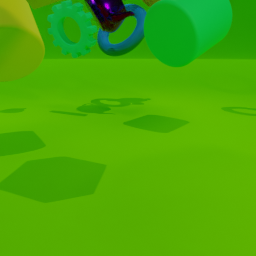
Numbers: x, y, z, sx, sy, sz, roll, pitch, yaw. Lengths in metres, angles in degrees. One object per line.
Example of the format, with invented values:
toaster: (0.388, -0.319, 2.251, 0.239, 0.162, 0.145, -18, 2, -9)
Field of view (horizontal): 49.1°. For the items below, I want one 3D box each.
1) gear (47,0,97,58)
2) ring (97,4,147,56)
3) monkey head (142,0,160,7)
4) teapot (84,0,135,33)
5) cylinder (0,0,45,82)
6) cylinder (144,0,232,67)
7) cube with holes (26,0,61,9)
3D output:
gear: (-1.439, -2.509, 7.183, 1.357, 1.357, 0.251, 7, 33, 26)
ring: (-0.191, -3.165, 9.044, 1.879, 1.879, 0.376, 11, -14, 35)
monkey head: (0.905, -4.138, 8.588, 1.908, 1.372, 1.149, 8, -30, -21)
teapot: (-0.486, -3.211, 7.421, 1.002, 1.272, 2.047, -33, 48, 1)
cylinder: (-2.079, -1.564, 4.452, 1.201, 1.201, 1.201, -21, -23, -9)
cylinder: (1.271, -2.196, 5.979, 1.368, 1.368, 1.368, 15, 44, 45)
cube with holes: (-0.533, -1.824, 2.222, 1.037, 1.037, 1.037, -1, -32, 30)
